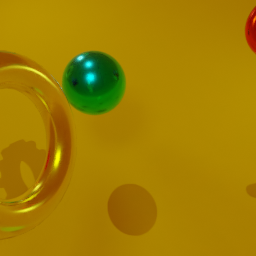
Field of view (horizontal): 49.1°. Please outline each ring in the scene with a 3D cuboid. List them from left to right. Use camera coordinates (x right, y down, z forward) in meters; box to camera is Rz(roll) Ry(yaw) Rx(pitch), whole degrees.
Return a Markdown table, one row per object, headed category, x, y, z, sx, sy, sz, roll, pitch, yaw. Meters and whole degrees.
| category | x | y | z | sx | sy | sz | roll | pitch | yaw |
| --- | --- | --- | --- | --- | --- | --- | --- | --- | --- |
| ring | -0.895 | 0.120 | 2.221 | 0.288 | 1.441 | 1.441 | -3 | 52 | 25 |

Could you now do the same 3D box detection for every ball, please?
| category | x | y | z | sx | sy | sz | roll | pitch | yaw |
| --- | --- | --- | --- | --- | --- | --- | --- | --- | --- |
| ball | -0.534 | -0.708 | 4.452 | 1.017 | 1.017 | 1.017 | 0 | 55 | 0 |

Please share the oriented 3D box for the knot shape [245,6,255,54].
| category | x | y | z | sx | sy | sz | roll | pitch | yaw |
| --- | --- | --- | --- | --- | --- | --- | --- | --- | --- |
| knot shape | 2.592 | -1.928 | 4.498 | 0.727 | 1.573 | 1.472 | 34 | 36 | 28 |
